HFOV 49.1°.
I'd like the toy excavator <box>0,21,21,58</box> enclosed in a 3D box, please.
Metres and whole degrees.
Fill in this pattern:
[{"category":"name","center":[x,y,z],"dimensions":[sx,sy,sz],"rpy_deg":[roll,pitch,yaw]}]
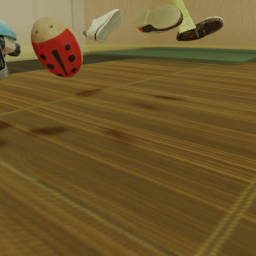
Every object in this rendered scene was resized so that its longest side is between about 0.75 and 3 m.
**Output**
[{"category":"toy excavator","center":[-3.788,-2.728,7.546],"dimensions":[1.612,1.658,0.828],"rpy_deg":[-4,0,19]}]

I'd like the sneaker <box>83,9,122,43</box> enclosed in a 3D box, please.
[{"category":"sneaker","center":[-0.984,-4.365,11.626],"dimensions":[0.846,0.803,2.102],"rpy_deg":[22,54,23]}]

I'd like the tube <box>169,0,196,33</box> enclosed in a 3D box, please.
[{"category":"tube","center":[1.695,-3.797,9.138],"dimensions":[0.371,1.430,0.415],"rpy_deg":[-8,-16,-47]}]

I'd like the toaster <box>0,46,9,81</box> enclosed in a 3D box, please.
[{"category":"toaster","center":[-3.740,-1.945,5.969],"dimensions":[2.137,1.932,1.268],"rpy_deg":[25,45,28]}]

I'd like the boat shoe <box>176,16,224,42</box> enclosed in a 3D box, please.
[{"category":"boat shoe","center":[2.712,-3.688,10.696],"dimensions":[1.851,0.666,0.600],"rpy_deg":[-5,41,32]}]

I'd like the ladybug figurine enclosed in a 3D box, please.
[{"category":"ladybug figurine","center":[-1.763,-1.922,7.090],"dimensions":[1.162,1.712,0.616],"rpy_deg":[-22,44,7]}]

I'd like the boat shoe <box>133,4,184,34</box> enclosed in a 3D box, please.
[{"category":"boat shoe","center":[0.719,-2.369,6.283],"dimensions":[0.482,0.548,1.539],"rpy_deg":[21,0,-36]}]
